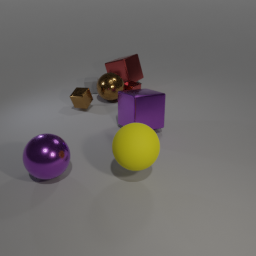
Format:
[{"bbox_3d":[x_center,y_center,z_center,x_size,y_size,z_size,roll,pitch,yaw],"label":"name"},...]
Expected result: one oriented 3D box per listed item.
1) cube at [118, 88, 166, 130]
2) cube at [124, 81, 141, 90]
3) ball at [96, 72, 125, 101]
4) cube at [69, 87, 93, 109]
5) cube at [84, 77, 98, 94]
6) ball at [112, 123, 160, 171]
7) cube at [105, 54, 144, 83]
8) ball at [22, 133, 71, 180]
[{"bbox_3d":[0.514,-0.746,11.171,1.400,1.400,1.400,-9,19,-28],"label":"cube"},{"bbox_3d":[0.194,-1.951,14.436,0.700,0.700,0.700,22,36,35],"label":"cube"},{"bbox_3d":[-0.855,-2.036,13.845,1.400,1.400,1.400,0,29,0],"label":"ball"},{"bbox_3d":[-2.136,-1.386,12.910,0.700,0.700,0.700,6,47,24],"label":"cube"},{"bbox_3d":[-1.947,-2.280,15.007,0.700,0.700,0.700,-3,28,-3],"label":"cube"},{"bbox_3d":[0.234,0.547,8.209,1.400,1.400,1.400,0,29,0],"label":"ball"},{"bbox_3d":[-0.194,-3.187,15.581,1.400,1.400,1.400,-2,23,38],"label":"cube"},{"bbox_3d":[-2.461,0.860,8.512,1.400,1.400,1.400,0,29,0],"label":"ball"}]
